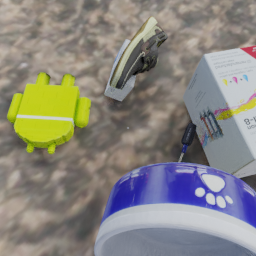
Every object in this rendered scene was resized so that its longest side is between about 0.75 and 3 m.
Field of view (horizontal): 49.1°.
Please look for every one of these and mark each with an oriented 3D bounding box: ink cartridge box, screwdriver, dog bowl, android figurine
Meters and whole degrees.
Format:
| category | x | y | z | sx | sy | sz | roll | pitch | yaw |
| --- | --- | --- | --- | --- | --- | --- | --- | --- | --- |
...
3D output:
| category | x | y | z | sx | sy | sz | roll | pitch | yaw |
| --- | --- | --- | --- | --- | --- | --- | --- | --- | --- |
| ink cartridge box | 2.654 | -0.283 | 6.320 | 1.798 | 1.790 | 2.475 | -12 | 67 | -12 |
| screwdriver | 1.229 | 0.716 | 6.380 | 0.263 | 0.252 | 1.810 | 21 | 75 | -7 |
| dog bowl | 0.906 | 1.880 | 4.785 | 2.793 | 2.793 | 1.100 | 11 | 44 | 5 |
| android figurine | -2.016 | -0.410 | 7.144 | 2.067 | 0.466 | 2.271 | 2 | 63 | 0 |
| ink cartridge box | -0.108 | -1.479 | 7.321 | 0.536 | 0.928 | 1.280 | 21 | 65 | -14 |

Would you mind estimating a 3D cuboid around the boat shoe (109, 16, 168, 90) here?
| category | x | y | z | sx | sy | sz | roll | pitch | yaw |
| --- | --- | --- | --- | --- | --- | --- | --- | --- | --- |
| boat shoe | 0.356 | -1.730 | 6.568 | 0.802 | 0.872 | 2.440 | 31 | 54 | -6 |
